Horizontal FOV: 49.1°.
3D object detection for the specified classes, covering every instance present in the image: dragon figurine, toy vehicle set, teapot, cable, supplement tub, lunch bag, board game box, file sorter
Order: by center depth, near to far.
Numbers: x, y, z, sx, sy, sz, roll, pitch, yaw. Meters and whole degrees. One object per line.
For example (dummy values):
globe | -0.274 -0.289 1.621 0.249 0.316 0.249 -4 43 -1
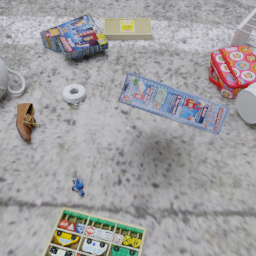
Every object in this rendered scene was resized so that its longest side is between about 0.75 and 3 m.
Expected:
board game box | 1.413 -0.676 8.470 2.843 2.845 0.877 20 96 9
toy vehicle set | -0.992 3.588 8.494 2.823 0.374 1.754 11 52 9
dragon figurine | -1.711 1.982 9.845 0.479 0.284 0.964 0 52 0
supplement tub | 5.889 -1.185 11.488 2.333 1.696 1.696 -17 53 -13
teapot | -6.094 -1.845 12.001 2.418 2.386 1.766 -25 89 11
cable | -2.422 -1.550 12.627 1.060 0.367 1.060 16 53 12
lunch bag | 4.907 -2.620 13.088 2.346 1.091 2.664 -10 54 -2
file sorter | 6.479 -4.489 14.041 1.699 1.893 2.729 33 59 20
board game box | -2.907 -4.603 14.731 2.974 0.918 2.976 -19 54 -14
toy vehicle set | -0.028 -5.644 15.921 2.727 0.362 1.695 0 51 0

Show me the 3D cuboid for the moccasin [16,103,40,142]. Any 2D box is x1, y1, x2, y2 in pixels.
moccasin | -4.082 -0.277 11.438 0.782 0.741 2.025 -17 43 -2
